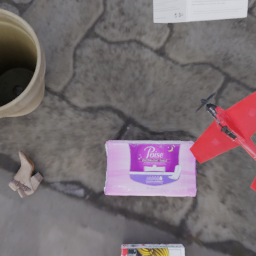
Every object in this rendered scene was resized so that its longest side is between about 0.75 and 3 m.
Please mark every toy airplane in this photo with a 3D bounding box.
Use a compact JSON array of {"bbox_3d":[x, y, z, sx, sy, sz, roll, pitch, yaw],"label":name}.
[{"bbox_3d":[2.465,0.347,5.888,2.641,2.641,0.486,41,41,7],"label":"toy airplane"}]

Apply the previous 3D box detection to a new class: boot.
[{"bbox_3d":[-3.163,1.410,8.357,0.899,0.432,1.230,-39,82,-7],"label":"boot"}]

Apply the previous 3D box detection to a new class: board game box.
[{"bbox_3d":[0.688,4.705,7.674,1.769,0.485,2.803,0,79,-1],"label":"board game box"}]

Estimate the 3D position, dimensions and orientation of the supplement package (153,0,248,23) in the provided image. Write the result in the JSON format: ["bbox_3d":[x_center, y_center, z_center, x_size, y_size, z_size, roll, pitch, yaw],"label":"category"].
[{"bbox_3d":[1.593,-3.857,6.299,1.646,1.625,2.714,-11,112,-19],"label":"supplement package"}]

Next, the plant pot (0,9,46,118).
[{"bbox_3d":[-3.490,-1.427,7.870,2.827,2.453,2.827,0,79,0],"label":"plant pot"}]

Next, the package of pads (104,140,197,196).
[{"bbox_3d":[0.609,1.145,8.110,2.614,0.989,1.575,1,82,1],"label":"package of pads"}]
